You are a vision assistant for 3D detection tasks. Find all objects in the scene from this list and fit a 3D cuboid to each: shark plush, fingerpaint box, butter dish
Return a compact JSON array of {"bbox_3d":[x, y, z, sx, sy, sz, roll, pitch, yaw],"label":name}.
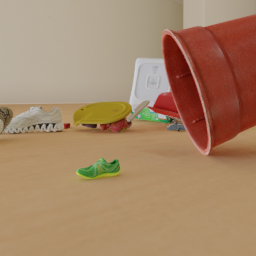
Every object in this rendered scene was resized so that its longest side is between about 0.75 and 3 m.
[{"bbox_3d":[1.915,0.047,10.342,0.938,0.426,0.391,23,42,29],"label":"shark plush"},{"bbox_3d":[1.650,-1.123,14.353,2.421,0.888,2.020,9,32,42],"label":"fingerpaint box"},{"bbox_3d":[1.822,-1.014,10.972,1.630,1.205,1.625,16,4,31],"label":"butter dish"}]

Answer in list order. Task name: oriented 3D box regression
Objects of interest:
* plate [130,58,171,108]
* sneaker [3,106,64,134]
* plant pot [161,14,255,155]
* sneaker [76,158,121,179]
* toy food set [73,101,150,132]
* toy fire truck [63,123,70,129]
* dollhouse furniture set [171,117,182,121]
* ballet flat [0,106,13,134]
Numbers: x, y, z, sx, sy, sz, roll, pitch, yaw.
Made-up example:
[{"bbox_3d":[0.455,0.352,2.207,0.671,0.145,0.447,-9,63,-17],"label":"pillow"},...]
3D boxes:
[{"bbox_3d":[1.152,-1.984,12.245,2.265,2.270,0.367,9,-1,28],"label":"plate"},{"bbox_3d":[-3.488,-0.301,9.962,2.329,0.944,0.875,-4,9,-20],"label":"sneaker"},{"bbox_3d":[2.512,-1.189,6.148,2.768,2.846,2.846,-19,6,2],"label":"plant pot"},{"bbox_3d":[-0.479,0.635,4.517,0.755,0.316,0.280,-4,9,-29],"label":"sneaker"},{"bbox_3d":[-0.674,-0.261,10.466,2.841,0.928,1.671,1,31,25],"label":"toy food set"},{"bbox_3d":[-2.657,-0.076,11.143,0.550,0.190,0.780,1,7,6],"label":"toy fire truck"},{"bbox_3d":[1.901,-1.738,12.216,2.770,1.952,1.941,18,34,19],"label":"dollhouse furniture set"},{"bbox_3d":[-4.247,0.098,7.378,1.083,0.976,2.878,33,31,34],"label":"ballet flat"}]
